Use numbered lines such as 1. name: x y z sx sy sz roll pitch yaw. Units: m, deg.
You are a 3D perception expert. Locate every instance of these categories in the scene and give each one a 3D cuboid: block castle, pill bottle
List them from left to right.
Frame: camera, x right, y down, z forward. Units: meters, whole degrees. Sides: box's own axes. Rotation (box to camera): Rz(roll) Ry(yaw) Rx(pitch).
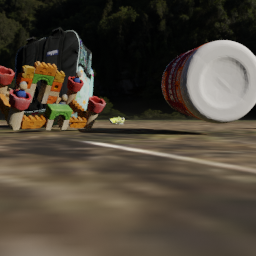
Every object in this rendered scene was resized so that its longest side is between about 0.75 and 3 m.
1. block castle: -1.603 -0.684 5.767 2.024 0.949 1.352 -1 34 -44
2. pill bottle: 1.393 -0.858 5.442 1.322 1.322 2.340 0 8 -4

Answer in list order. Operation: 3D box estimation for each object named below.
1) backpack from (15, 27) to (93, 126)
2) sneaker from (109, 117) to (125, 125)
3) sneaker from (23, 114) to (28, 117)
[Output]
1. backpack: -2.212 -1.334 8.524 2.333 2.628 1.978 -12 -33 14
2. sneaker: -0.457 -0.327 11.358 0.761 0.291 0.287 1 38 -49
3. sneaker: -3.187 -0.545 9.813 1.469 0.488 0.665 19 48 23
